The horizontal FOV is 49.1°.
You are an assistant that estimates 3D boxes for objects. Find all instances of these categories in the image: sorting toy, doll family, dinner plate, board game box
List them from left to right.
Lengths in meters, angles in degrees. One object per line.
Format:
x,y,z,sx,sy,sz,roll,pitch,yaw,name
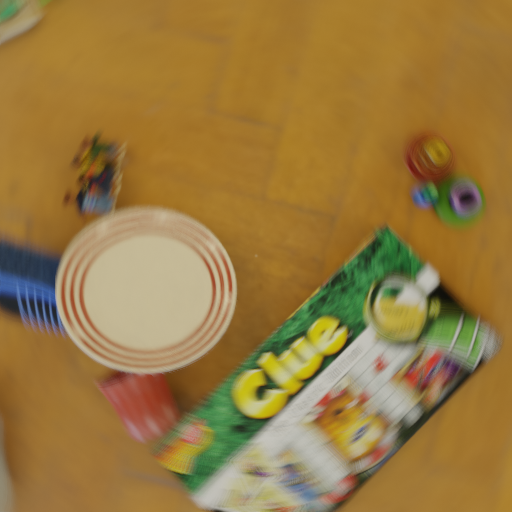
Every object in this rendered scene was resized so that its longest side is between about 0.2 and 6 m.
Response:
-5.085,-4.643,9.833,3.586,0.488,2.019,-26,88,-1,sorting toy
-2.784,-1.350,9.552,0.852,0.579,1.474,9,69,-26,doll family
-1.690,0.509,8.822,2.754,0.334,2.754,3,64,-7,dinner plate
1.211,2.385,9.523,5.500,0.645,2.881,-45,87,-2,board game box
3.227,-1.282,9.573,1.097,0.750,1.826,-38,89,-2,sorting toy

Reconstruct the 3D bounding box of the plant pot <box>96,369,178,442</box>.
-1.901,2.380,9.321,1.140,1.140,1.109,-23,96,-1,plant pot

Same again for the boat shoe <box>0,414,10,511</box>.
-4.786,3.223,9.412,0.816,0.861,2.463,-10,93,2,boat shoe

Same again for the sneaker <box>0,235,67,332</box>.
-3.332,0.690,9.365,3.144,1.225,1.103,27,54,-13,sneaker
